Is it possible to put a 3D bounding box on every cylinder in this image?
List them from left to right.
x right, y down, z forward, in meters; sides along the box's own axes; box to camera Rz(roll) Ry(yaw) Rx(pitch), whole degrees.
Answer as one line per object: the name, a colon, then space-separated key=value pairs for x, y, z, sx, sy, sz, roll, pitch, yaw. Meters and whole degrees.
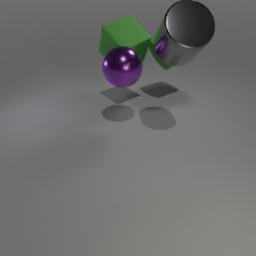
cylinder: x=1.822 y=-3.440 z=11.904 sx=1.400 sy=1.400 sz=1.400 roll=-36 pitch=37 yaw=-2
cylinder: x=1.558 y=-2.667 z=8.042 sx=1.400 sy=1.400 sz=1.400 roll=-5 pitch=-6 yaw=-8

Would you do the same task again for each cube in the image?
cube: x=-0.150 y=-3.308 z=11.116 sx=1.400 sy=1.400 sz=1.400 roll=-32 pitch=73 yaw=-24

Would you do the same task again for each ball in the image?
ball: x=-0.190 y=-2.097 z=9.642 sx=1.400 sy=1.400 sz=1.400 roll=0 pitch=30 yaw=0
